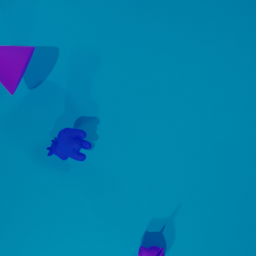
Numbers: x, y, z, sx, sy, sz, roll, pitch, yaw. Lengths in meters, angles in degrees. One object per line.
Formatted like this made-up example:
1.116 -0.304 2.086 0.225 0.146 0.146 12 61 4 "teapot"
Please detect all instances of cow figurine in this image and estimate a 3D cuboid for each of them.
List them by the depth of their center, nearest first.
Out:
-1.747 0.441 7.843 1.380 1.403 0.770 14 59 15 "cow figurine"

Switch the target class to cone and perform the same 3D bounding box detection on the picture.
-3.520 -1.863 7.510 1.490 1.484 1.484 25 82 -20 "cone"

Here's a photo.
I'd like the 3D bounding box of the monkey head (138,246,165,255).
0.604 3.687 7.571 0.784 1.300 0.935 12 39 12 "monkey head"
